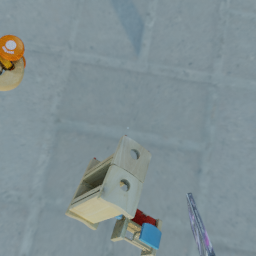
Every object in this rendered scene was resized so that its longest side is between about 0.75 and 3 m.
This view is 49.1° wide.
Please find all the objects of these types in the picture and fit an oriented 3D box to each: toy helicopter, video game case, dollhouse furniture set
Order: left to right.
[{"bbox_3d":[-3.495,-1.469,6.090,2.350,0.927,1.554,20,72,-13],"label":"toy helicopter"},{"bbox_3d":[0.146,1.510,5.944,2.118,1.493,1.484,35,49,-17],"label":"dollhouse furniture set"},{"bbox_3d":[1.301,1.983,4.962,0.132,1.387,0.991,-12,119,3],"label":"video game case"}]
